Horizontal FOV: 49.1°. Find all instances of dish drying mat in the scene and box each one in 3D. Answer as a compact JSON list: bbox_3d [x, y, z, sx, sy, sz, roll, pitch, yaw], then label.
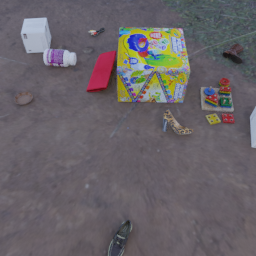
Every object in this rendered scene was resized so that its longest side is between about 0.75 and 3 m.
[{"bbox_3d":[-1.173,-2.627,12.920,0.991,0.235,2.581,-5,50,19],"label":"dish drying mat"}]

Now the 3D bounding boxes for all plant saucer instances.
[{"bbox_3d":[-4.451,-1.243,11.974,0.765,0.140,0.765,0,51,1],"label":"plant saucer"}]

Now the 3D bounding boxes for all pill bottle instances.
[{"bbox_3d":[-3.192,-3.298,13.226,1.391,0.781,0.781,5,51,4],"label":"pill bottle"}]

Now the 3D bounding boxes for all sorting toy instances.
[{"bbox_3d":[3.765,-1.255,11.780,1.288,0.452,2.672,5,52,4],"label":"sorting toy"}]

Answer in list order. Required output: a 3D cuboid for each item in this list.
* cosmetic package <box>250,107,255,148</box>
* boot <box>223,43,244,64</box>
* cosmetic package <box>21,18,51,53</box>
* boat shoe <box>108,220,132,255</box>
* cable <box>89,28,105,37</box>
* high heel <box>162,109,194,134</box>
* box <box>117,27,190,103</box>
[{"bbox_3d":[5.070,-0.049,10.567,0.653,0.829,1.540,10,53,6],"label":"cosmetic package"},{"bbox_3d":[5.458,-3.712,13.854,1.204,0.387,1.122,-34,60,-29],"label":"boot"},{"bbox_3d":[-4.580,-4.650,14.076,1.144,1.143,1.387,-5,51,-4],"label":"cosmetic package"},{"bbox_3d":[-0.241,3.240,8.176,0.454,0.402,1.241,16,53,13],"label":"boat shoe"},{"bbox_3d":[-1.621,-5.199,15.097,1.004,0.253,0.488,-29,57,-22],"label":"cable"},{"bbox_3d":[1.936,-0.232,10.670,1.225,0.873,0.437,7,18,9],"label":"high heel"},{"bbox_3d":[0.983,-2.754,12.136,2.836,1.796,2.944,1,51,-1],"label":"box"}]
